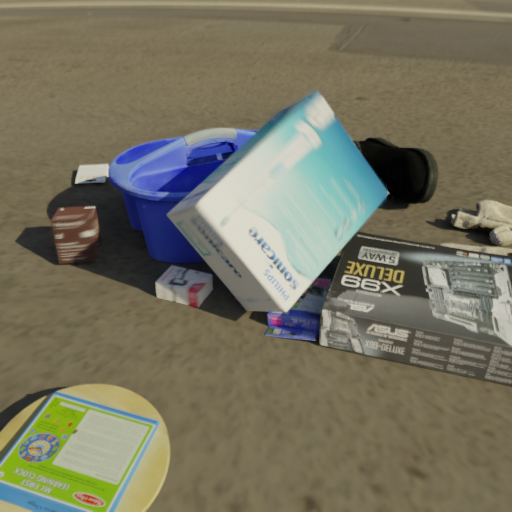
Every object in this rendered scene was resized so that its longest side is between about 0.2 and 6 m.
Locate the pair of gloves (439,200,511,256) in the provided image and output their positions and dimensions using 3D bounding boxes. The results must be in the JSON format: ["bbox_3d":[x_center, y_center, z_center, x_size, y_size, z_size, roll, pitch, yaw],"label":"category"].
[{"bbox_3d":[4.679,-0.279,10.230,2.388,0.492,2.809,15,34,23],"label":"pair of gloves"}]

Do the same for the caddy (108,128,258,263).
[{"bbox_3d":[-0.839,-1.446,10.683,3.805,1.997,2.690,-15,34,-23],"label":"caddy"}]

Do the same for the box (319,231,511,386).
[{"bbox_3d":[2.594,0.676,8.446,2.905,0.723,2.291,11,34,16],"label":"box"}]

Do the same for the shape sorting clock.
[{"bbox_3d":[-1.967,2.269,6.216,1.996,0.392,1.996,3,36,-2],"label":"shape sorting clock"}]

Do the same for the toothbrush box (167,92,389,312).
[{"bbox_3d":[0.399,-0.794,8.604,2.791,2.043,1.190,-48,19,-25],"label":"toothbrush box"}]

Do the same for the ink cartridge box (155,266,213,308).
[{"bbox_3d":[-1.174,0.491,9.142,0.772,0.325,0.559,12,34,18],"label":"ink cartridge box"}]

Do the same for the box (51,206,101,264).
[{"bbox_3d":[-3.190,-0.384,10.002,0.689,0.831,0.682,-5,24,-6],"label":"box"}]

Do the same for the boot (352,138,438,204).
[{"bbox_3d":[2.179,-1.836,12.029,2.268,1.141,3.034,-4,21,-19],"label":"boot"}]

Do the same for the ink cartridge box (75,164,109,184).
[{"bbox_3d":[-3.812,-1.846,13.057,0.685,0.202,0.856,-3,38,-6],"label":"ink cartridge box"}]

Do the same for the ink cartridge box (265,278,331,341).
[{"bbox_3d":[0.678,0.780,8.692,0.808,0.284,1.354,5,34,17],"label":"ink cartridge box"}]
